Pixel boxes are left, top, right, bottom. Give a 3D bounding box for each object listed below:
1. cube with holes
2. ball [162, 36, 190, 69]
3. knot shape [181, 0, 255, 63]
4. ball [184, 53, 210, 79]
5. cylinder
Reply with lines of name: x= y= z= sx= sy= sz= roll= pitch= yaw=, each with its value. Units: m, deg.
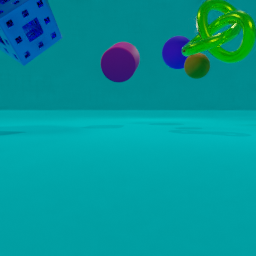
cube with holes: x=-2.852 y=-2.770 z=7.308 sx=1.358 sy=1.358 sz=1.358 roll=33 pitch=-24 yaw=29
ball: x=2.005 y=-3.012 z=11.206 sx=1.292 sy=1.292 sz=1.292 roll=0 pitch=4 yaw=0
knot shape: x=2.511 y=-2.497 z=7.454 sx=1.852 sy=1.979 sz=0.914 roll=37 pitch=0 yaw=38
ball: x=2.160 y=-1.942 z=8.765 sx=0.793 sy=0.793 sz=0.793 roll=0 pitch=4 yaw=0
cylinder: x=-0.243 y=-2.282 z=9.648 sx=1.174 sy=1.174 sz=1.174 roll=1 pitch=25 yaw=10
